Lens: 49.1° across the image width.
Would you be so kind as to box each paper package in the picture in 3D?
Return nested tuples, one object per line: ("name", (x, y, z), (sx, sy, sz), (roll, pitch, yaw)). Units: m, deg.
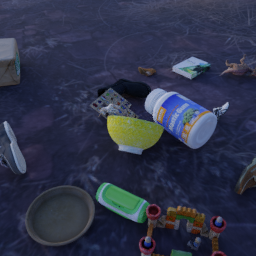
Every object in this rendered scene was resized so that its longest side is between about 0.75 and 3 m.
("paper package", (-6.957, -3.351, 14.268), (2.672, 1.450, 2.803), (-11, 40, -12))

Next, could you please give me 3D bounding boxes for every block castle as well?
("block castle", (1.426, 2.795, 7.198), (2.114, 0.992, 1.413), (8, 40, 10))

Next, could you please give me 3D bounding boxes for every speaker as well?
("speaker", (-0.150, 2.178, 8.213), (1.552, 0.686, 0.686), (21, 44, 23))

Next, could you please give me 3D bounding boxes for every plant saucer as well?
("plant saucer", (-1.925, 2.514, 8.095), (1.964, 0.289, 1.964), (0, 40, 0))

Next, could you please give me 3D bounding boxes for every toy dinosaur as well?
("toy dinosaur", (5.800, -2.969, 14.354), (1.980, 0.850, 1.342), (-14, 48, -9))

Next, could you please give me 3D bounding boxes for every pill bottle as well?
("pill bottle", (1.911, -0.486, 10.774), (1.483, 1.483, 2.647), (-28, 47, -30))

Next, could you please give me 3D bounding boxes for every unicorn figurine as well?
("unicorn figurine", (-0.704, -0.724, 10.957), (0.635, 0.924, 0.341), (14, 53, -24))

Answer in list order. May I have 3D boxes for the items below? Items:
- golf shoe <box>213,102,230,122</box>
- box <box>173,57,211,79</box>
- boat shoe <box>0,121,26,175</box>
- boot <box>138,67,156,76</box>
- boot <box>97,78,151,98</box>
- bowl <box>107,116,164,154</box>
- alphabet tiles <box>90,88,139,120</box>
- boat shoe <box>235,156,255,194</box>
("golf shoe", (3.734, -0.713, 11.418), (0.466, 0.987, 0.384), (36, 28, 2))
("box", (3.426, -3.249, 15.034), (1.747, 0.317, 1.261), (-32, 49, -31))
("boat shoe", (-4.260, 0.795, 9.756), (0.827, 0.970, 2.901), (-29, 42, -13))
("boot", (1.011, -3.062, 14.805), (0.649, 0.320, 0.835), (-30, 48, -31))
("boot", (-0.194, -1.564, 12.622), (2.004, 0.765, 1.684), (23, 42, 33))
("bowl", (0.169, 0.321, 9.916), (2.045, 2.045, 1.100), (10, 84, 12))
("alphabet tiles", (-0.452, -0.768, 11.624), (1.786, 0.067, 1.493), (39, 49, 4))
("boat shoe", (4.067, 1.531, 8.999), (0.656, 0.672, 1.776), (32, 50, 29))
